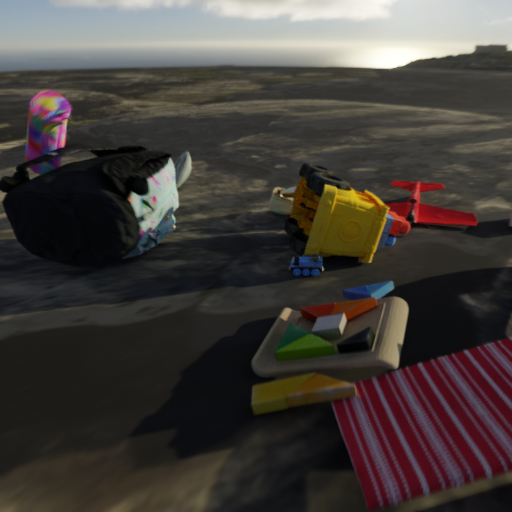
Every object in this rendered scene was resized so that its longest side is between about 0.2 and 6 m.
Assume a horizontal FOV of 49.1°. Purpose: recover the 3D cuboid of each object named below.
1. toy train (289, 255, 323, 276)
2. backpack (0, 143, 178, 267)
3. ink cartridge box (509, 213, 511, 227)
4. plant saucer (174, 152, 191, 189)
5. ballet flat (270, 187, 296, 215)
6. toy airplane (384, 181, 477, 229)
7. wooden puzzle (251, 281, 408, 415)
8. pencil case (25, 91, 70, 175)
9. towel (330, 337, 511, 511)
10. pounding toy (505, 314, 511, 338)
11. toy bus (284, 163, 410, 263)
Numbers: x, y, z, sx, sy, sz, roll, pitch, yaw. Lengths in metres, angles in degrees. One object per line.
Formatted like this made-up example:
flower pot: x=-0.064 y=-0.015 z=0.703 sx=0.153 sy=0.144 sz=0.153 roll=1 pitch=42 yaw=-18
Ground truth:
toy train: x=0.859 y=0.154 z=9.584 sx=0.587 sy=0.335 sz=0.254 roll=2 pitch=24 yaw=4
backpack: x=-2.653 y=-0.955 z=10.118 sx=2.526 sy=1.916 sz=3.027 roll=9 pitch=24 yaw=13
ink cartridge box: x=5.726 y=-0.800 z=11.812 sx=0.525 sy=0.297 sz=0.716 roll=19 pitch=30 yaw=37
plant saucer: x=-1.881 y=-2.073 z=14.061 sx=0.271 sy=1.079 sz=1.079 roll=25 pitch=14 yaw=-25
ballet flat: x=1.302 y=-1.158 z=12.144 sx=2.107 sy=0.732 sz=0.732 roll=6 pitch=24 yaw=14
toy airplane: x=3.535 y=-1.172 z=12.418 sx=2.693 sy=0.495 sz=2.693 roll=-1 pitch=23 yaw=1
wooden puzzle: x=0.983 y=0.987 z=7.243 sx=1.933 sy=0.335 sz=2.865 roll=-9 pitch=18 yaw=16
pencil case: x=-3.728 y=-2.155 z=9.974 sx=0.713 sy=1.612 sz=0.713 roll=12 pitch=55 yaw=-18
towel: x=2.089 y=1.556 z=5.562 sx=2.497 sy=0.281 sz=1.805 roll=-16 pitch=18 yaw=1
pounding toy: x=3.930 y=1.071 z=6.973 sx=1.295 sy=1.000 sz=1.407 roll=-1 pitch=34 yaw=0
toy bus: x=1.717 y=-0.765 z=10.563 sx=2.079 sy=1.469 sz=2.165 roll=10 pitch=19 yaw=-9
